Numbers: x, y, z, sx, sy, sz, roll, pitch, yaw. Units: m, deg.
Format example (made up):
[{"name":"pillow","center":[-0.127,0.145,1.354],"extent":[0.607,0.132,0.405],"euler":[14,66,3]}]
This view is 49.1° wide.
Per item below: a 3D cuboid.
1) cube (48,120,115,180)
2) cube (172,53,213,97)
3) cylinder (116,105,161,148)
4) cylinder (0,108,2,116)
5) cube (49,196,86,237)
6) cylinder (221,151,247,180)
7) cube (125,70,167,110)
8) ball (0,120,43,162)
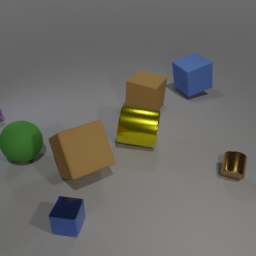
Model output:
[{"name":"cube","center":[-1.457,0.692,8.654],"extent":[1.400,1.400,1.400],"euler":[-19,0,-27]},{"name":"cube","center":[3.161,-2.629,13.768],"extent":[1.400,1.400,1.400],"euler":[-23,39,-12]},{"name":"cylinder","center":[0.391,-0.063,10.227],"extent":[1.400,1.400,1.400],"euler":[9,33,4]},{"name":"cylinder","center":[-5.710,-0.700,11.614],"extent":[0.700,0.700,0.700],"euler":[-29,42,-31]},{"name":"cube","center":[-1.559,2.297,7.284],"extent":[0.700,0.700,0.700],"euler":[5,33,8]},{"name":"cylinder","center":[3.340,1.179,8.823],"extent":[0.700,0.700,0.700],"euler":[11,66,17]},{"name":"cube","center":[0.812,-1.591,12.624],"extent":[1.400,1.400,1.400],"euler":[18,37,20]},{"name":"ball","center":[-3.612,0.445,9.508],"extent":[1.400,1.400,1.400],"euler":[0,32,0]}]
